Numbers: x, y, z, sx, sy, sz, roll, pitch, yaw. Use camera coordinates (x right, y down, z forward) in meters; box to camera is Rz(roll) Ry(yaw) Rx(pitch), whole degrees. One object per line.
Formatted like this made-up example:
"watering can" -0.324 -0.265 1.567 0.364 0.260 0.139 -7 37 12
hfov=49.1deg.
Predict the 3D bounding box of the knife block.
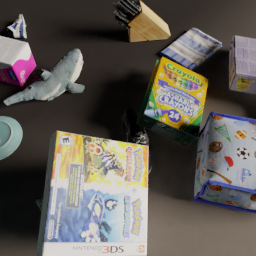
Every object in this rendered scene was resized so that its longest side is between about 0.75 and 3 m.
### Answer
"knife block" 0.558 -4.300 10.676 2.248 1.973 0.719 -5 59 -3

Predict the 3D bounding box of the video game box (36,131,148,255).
"video game box" -0.696 1.593 6.621 2.464 0.633 2.705 11 71 -28

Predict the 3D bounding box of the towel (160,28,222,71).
"towel" 2.482 -3.108 10.947 2.091 0.249 1.536 -40 65 -22

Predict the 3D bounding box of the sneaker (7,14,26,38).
"sneaker" -4.583 -4.143 11.451 0.713 0.499 1.235 -9 60 -8

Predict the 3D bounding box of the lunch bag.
"lunch bag" 3.327 0.981 7.521 2.705 1.675 2.299 13 59 4

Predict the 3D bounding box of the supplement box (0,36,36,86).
"supplement box" -4.684 -2.515 10.032 2.277 1.152 1.177 14 59 9

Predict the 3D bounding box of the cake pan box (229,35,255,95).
"cake pan box" 4.917 -2.151 9.705 2.681 0.761 2.911 13 45 6

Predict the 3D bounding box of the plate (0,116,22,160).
"plate" -4.206 0.271 8.825 1.674 0.214 1.674 0 57 -1

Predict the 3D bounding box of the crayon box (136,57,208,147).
"crayon box" 1.529 -1.064 9.037 1.799 0.738 2.862 23 58 -9

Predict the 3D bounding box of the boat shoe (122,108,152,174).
"boat shoe" 0.218 0.354 8.485 0.794 0.686 2.187 -10 58 -6

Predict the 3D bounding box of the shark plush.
"shark plush" -2.830 -1.667 9.452 2.914 1.214 1.324 -22 60 -13

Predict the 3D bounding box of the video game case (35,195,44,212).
"video game case" -2.035 2.068 7.747 0.818 0.104 0.739 -33 63 -19
